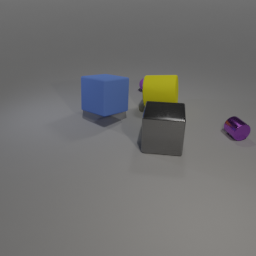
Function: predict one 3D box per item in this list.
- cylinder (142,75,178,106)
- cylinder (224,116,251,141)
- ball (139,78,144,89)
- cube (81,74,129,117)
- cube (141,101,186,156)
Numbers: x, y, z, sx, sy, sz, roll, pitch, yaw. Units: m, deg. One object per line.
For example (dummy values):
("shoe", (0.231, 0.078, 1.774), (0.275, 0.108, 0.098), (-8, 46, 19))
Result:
("cylinder", (1.448, -1.603, 12.271), (1.400, 1.400, 1.400), (2, 29, 15))
("cylinder", (4.091, 0.015, 10.521), (0.700, 0.700, 0.700), (-7, 30, -13))
("ball", (0.943, -2.274, 14.626), (0.700, 0.700, 0.700), (0, 29, 0))
("cube", (-0.936, -1.382, 11.399), (1.400, 1.400, 1.400), (17, 23, 39))
("cube", (1.250, -0.012, 9.845), (1.400, 1.400, 1.400), (4, 29, 8))
